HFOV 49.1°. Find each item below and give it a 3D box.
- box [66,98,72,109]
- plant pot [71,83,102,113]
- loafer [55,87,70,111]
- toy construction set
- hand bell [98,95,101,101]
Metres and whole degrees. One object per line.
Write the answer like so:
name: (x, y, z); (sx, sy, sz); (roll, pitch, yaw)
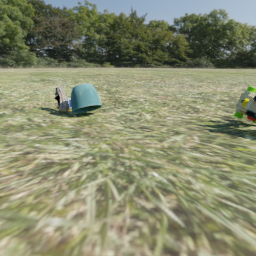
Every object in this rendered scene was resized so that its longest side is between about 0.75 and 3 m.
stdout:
box: (-1.917, -0.942, 10.185); (0.368, 0.338, 1.051); (8, 17, 33)
plant pot: (-1.349, -0.941, 8.715); (0.944, 0.758, 0.944); (-13, -4, -1)
loafer: (-2.276, -0.989, 9.360); (0.354, 0.405, 1.126); (-10, 50, -29)
toy construction set: (3.593, -0.359, 6.655); (1.508, 1.059, 2.299); (8, 6, -45)
hand bell: (-1.295, -0.861, 9.948); (0.495, 0.495, 0.950); (2, 26, 6)
